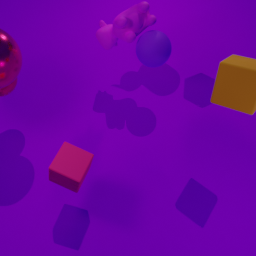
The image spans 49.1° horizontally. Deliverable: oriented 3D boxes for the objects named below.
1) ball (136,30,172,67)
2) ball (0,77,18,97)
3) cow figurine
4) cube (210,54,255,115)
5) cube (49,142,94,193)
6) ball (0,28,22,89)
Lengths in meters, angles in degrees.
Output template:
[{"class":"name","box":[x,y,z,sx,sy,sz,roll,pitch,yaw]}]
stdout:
[{"class":"ball","box":[0.703,-2.172,7.710,0.988,0.988,0.988,0,62,0]},{"class":"ball","box":[-3.454,-1.321,7.383,1.010,1.010,1.010,0,62,0]},{"class":"cow figurine","box":[-0.111,-2.860,7.880,1.620,0.889,1.595,-37,26,-2]},{"class":"cube","box":[2.342,-0.920,5.759,0.879,0.879,0.879,22,34,27]},{"class":"cube","box":[-1.287,0.895,6.323,0.736,0.736,0.736,25,56,0]},{"class":"ball","box":[-3.006,-1.511,6.043,1.361,1.361,1.361,0,62,0]}]
